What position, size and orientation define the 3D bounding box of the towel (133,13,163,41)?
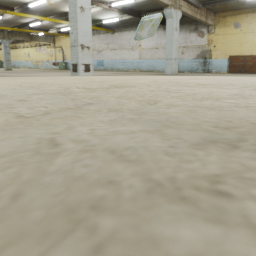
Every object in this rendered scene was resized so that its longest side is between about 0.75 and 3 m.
[{"bbox_3d":[0.783,-3.946,10.904,1.152,0.986,0.277,-29,68,-35],"label":"towel"}]
